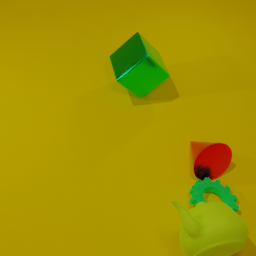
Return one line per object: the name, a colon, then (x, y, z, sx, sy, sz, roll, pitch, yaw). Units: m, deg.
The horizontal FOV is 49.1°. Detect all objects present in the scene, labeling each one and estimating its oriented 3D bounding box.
teapot: (1.542, 1.904, 5.401, 1.287, 2.070, 1.014, -39, 43, 25)
gear: (1.977, 1.653, 6.467, 1.105, 0.204, 1.105, 8, 41, -7)
cube: (0.320, -1.788, 8.120, 1.138, 1.138, 1.138, -35, 49, 24)
cone: (1.876, 0.601, 7.185, 1.076, 1.076, 1.080, -18, 31, -12)
